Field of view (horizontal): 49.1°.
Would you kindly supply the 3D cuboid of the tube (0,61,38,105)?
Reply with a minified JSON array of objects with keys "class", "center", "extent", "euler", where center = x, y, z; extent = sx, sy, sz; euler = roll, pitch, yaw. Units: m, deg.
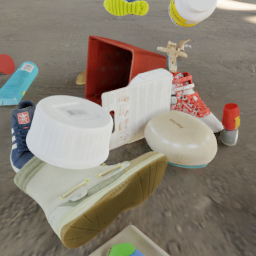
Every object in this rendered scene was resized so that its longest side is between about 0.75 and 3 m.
[{"class":"tube","center":[-4.217,-1.659,10.714],"extent":[1.081,0.703,2.792],"euler":[-5,36,9]}]

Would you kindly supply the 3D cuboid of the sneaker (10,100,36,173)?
[{"class":"sneaker","center":[-2.690,0.120,7.420],"extent":[0.988,1.114,2.636],"euler":[-11,35,-17]}]

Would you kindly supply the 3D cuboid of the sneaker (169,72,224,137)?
[{"class":"sneaker","center":[1.866,-0.840,8.622],"extent":[0.892,1.431,2.670],"euler":[-20,37,-28]}]

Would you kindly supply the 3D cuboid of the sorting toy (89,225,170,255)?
[{"class":"sorting toy","center":[-0.060,2.542,4.308],"extent":[1.981,0.361,1.834],"euler":[-28,42,-36]}]

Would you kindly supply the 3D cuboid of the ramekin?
[{"class":"ramekin","center":[-0.992,0.004,5.035],"extent":[1.504,0.733,1.504],"euler":[15,26,-7]}]

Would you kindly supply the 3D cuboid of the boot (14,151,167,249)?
[{"class":"boot","center":[-0.746,0.971,6.180],"extent":[2.897,1.044,2.240],"euler":[-28,41,-35]}]

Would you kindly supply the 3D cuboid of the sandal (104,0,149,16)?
[{"class":"sandal","center":[-0.081,-3.709,8.563],"extent":[1.346,0.535,0.586],"euler":[4,29,-12]}]

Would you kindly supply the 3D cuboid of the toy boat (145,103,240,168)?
[{"class":"toy boat","center":[1.850,0.256,7.365],"extent":[2.596,1.206,2.182],"euler":[-18,32,-13]}]

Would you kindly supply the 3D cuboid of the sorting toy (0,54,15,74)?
[{"class":"sorting toy","center":[-6.173,-2.384,11.871],"extent":[0.926,0.932,2.688],"euler":[-5,22,38]}]

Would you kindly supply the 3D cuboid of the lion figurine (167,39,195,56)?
[{"class":"lion figurine","center":[2.686,-4.082,14.298],"extent":[0.890,0.527,1.453],"euler":[22,59,39]}]

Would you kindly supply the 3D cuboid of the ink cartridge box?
[{"class":"ink cartridge box","center":[0.183,-0.509,7.740],"extent":[2.256,1.816,0.565],"euler":[-19,38,-27]}]

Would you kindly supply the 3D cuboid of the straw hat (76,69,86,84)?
[{"class":"straw hat","center":[-1.093,-1.924,10.918],"extent":[1.748,1.748,0.740],"euler":[-30,85,-38]}]

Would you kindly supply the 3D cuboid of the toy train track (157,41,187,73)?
[{"class":"toy train track","center":[2.150,-3.472,13.236],"extent":[1.515,0.430,2.642],"euler":[13,44,-3]}]

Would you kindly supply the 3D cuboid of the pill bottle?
[{"class":"pill bottle","center":[2.016,-3.897,8.655],"extent":[1.271,1.271,2.284],"euler":[0,12,0]}]

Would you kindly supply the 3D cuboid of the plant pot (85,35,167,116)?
[{"class":"plant pot","center":[0.014,-1.834,9.690],"extent":[1.997,2.264,2.266],"euler":[-16,35,-40]}]
